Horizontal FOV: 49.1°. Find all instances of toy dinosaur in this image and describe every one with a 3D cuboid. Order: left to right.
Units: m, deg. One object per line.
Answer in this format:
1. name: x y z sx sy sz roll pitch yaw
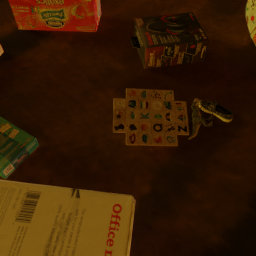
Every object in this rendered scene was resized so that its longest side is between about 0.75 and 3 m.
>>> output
1. toy dinosaur: 1.943 -0.211 7.423 0.596 0.321 1.353 0 51 19

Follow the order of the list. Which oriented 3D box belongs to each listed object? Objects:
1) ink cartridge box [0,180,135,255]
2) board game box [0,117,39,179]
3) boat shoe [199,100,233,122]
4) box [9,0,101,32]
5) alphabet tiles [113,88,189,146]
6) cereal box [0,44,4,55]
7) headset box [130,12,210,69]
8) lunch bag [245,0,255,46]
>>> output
1. ink cartridge box: -1.313 2.170 5.034 2.727 1.150 1.992 6 53 5
2. board game box: -3.170 0.396 6.912 1.503 0.353 1.135 27 58 20
3. boat shoe: 2.399 -0.538 7.647 1.017 0.337 0.356 38 61 25
4. box: -2.506 -4.447 9.947 2.941 1.466 1.404 3 52 2
5. alphabet tiles: 0.592 -0.300 7.257 1.955 0.062 1.627 2 65 -6
6. cereal box: -5.082 -2.059 8.785 1.415 0.389 1.966 14 54 10
7. headset box: 1.219 -2.859 9.108 2.264 0.849 1.682 -8 53 -6
8. lunch bag: 4.773 -3.821 8.915 1.100 2.334 2.912 -2 52 -1
